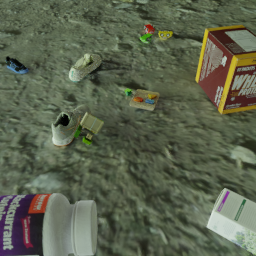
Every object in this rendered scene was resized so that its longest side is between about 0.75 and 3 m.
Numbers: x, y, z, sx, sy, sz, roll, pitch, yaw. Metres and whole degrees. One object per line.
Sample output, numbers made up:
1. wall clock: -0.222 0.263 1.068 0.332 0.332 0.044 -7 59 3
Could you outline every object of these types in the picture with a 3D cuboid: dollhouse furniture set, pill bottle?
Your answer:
1. dollhouse furniture set: -1.236 -0.053 9.114 0.654 0.998 0.501 29 22 -9
2. pill bottle: -2.196 2.321 6.375 2.884 1.607 1.607 -2 43 -1

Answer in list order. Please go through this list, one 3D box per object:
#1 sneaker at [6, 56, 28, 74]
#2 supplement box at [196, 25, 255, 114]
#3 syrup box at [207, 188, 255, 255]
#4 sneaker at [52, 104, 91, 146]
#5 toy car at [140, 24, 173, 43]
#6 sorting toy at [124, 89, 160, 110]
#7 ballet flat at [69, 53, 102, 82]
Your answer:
1. sneaker: -5.119 -2.890 12.814 1.293 0.504 0.453 21 46 22
2. supplement box: 3.996 -2.265 10.755 1.597 2.372 2.405 -9 44 -10
3. syrup box: 3.126 2.453 6.791 2.153 0.848 0.877 26 49 26
4. sneaker: -1.907 -0.323 9.728 0.773 0.939 2.042 15 44 16
5. toy car: 1.277 -4.986 15.154 1.842 0.411 1.734 30 51 29
6. sorting toy: 0.462 -1.224 11.230 1.457 0.214 1.077 13 45 13
7. ballet flat: -1.864 -2.912 12.671 0.827 0.827 2.305 16 45 17
